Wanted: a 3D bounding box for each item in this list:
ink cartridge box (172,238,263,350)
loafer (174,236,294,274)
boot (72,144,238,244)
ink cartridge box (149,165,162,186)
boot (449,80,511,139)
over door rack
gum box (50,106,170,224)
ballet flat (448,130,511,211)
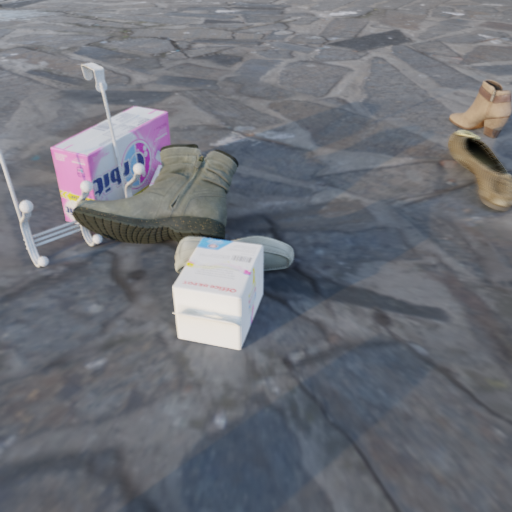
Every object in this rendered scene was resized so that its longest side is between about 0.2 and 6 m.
[{"bbox_3d":[-0.503,0.532,7.556,0.915,0.891,1.423,8,35,12],"label":"ink cartridge box"},{"bbox_3d":[-0.340,0.077,8.530,1.820,0.636,0.635,-1,47,9],"label":"loafer"},{"bbox_3d":[-1.622,-1.079,9.342,2.555,0.865,1.669,6,70,-3],"label":"boot"},{"bbox_3d":[-1.426,-1.044,10.180,1.005,0.578,1.716,1,34,1],"label":"ink cartridge box"},{"bbox_3d":[5.396,-3.593,13.401,0.583,1.213,1.660,-20,39,-26],"label":"boot"},{"bbox_3d":[-2.942,-1.460,8.806,2.089,2.827,0.942,-27,22,-34],"label":"over door rack"},{"bbox_3d":[-2.525,-1.732,10.445,0.826,1.417,2.497,16,37,22],"label":"gum box"},{"bbox_3d":[4.468,-1.852,10.995,0.883,0.607,2.620,6,40,-4],"label":"ballet flat"}]
